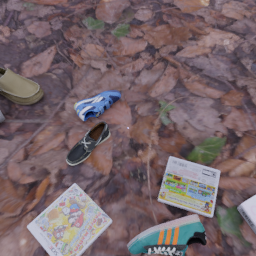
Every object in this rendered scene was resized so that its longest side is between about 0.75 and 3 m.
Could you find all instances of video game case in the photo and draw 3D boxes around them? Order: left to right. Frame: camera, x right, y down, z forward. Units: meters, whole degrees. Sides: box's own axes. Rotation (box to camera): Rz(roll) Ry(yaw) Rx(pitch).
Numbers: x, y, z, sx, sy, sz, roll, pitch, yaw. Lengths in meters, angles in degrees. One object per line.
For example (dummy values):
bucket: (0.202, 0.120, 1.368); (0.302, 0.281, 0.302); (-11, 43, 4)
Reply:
video game case: (-1.699, 2.819, 8.211); (1.697, 0.213, 1.865); (39, 66, 21)
video game case: (1.939, 1.811, 8.815); (1.690, 0.193, 1.538); (16, 62, 8)

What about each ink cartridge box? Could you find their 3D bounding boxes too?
ink cartridge box: (4.540, 2.549, 8.238); (2.016, 0.575, 1.639); (-26, 61, -11)

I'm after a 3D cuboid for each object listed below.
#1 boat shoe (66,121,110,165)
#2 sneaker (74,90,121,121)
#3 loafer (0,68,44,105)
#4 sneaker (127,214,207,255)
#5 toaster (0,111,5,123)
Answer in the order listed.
boat shoe: (-1.378, 0.482, 9.446); (0.666, 0.627, 1.855); (39, 68, 20)
sneaker: (-1.031, -0.800, 10.249); (1.797, 0.665, 0.739); (-24, 62, -6)
loafer: (-4.458, -1.655, 10.611); (2.630, 0.887, 1.000); (17, 60, 10)
sneaker: (1.119, 3.130, 7.670); (2.228, 0.795, 0.890); (-16, 55, -11)
toaster: (-5.353, -0.841, 9.613); (1.189, 2.004, 1.812); (-36, 57, -23)
